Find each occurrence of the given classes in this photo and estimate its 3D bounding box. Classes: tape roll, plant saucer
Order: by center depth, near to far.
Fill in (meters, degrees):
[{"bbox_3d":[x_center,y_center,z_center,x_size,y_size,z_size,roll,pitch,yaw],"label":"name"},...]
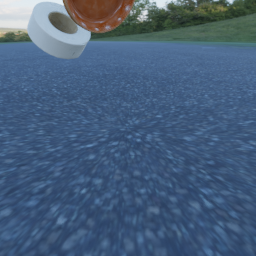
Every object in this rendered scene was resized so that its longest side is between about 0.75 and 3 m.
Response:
[{"bbox_3d":[-0.611,-3.106,6.133,1.951,1.951,0.315,-16,37,-37],"label":"plant saucer"},{"bbox_3d":[-2.256,-3.231,9.280,1.980,0.693,1.980,21,46,-24],"label":"tape roll"}]
